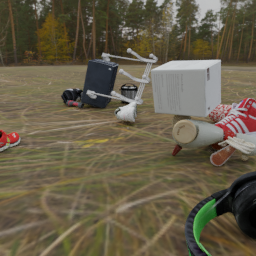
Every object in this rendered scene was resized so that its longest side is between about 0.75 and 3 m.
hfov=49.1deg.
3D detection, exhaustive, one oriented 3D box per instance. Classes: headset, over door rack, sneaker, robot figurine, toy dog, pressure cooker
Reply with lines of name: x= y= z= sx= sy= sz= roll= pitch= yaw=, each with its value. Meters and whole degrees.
headset: x=2.125 y=1.065 z=3.667 sx=2.873 sy=1.350 sz=1.774 roll=-16 pitch=20 yaw=-14
over door rack: x=-0.412 y=-2.223 z=11.931 sx=2.924 sy=2.160 sz=0.974 roll=12 pitch=-14 yaw=34
sneaker: x=-0.086 y=-0.658 z=10.799 sx=0.827 sy=0.648 sz=1.664 roll=1 pitch=12 yaw=7
robot figurine: x=-2.796 y=-1.590 z=14.119 sx=0.924 sy=0.767 sz=1.230 roll=10 pitch=15 yaw=24
sneaker: x=2.978 y=-0.225 z=8.100 sx=2.240 sy=1.260 sz=0.798 roll=-3 pitch=-5 yaw=-19
toy dog: x=1.995 y=0.442 z=7.038 sx=2.274 sy=1.095 sz=1.499 roll=25 pitch=21 yaw=26
pressure cooker: x=0.068 y=-1.802 z=14.458 sx=0.876 sy=0.997 sz=0.890 roll=-13 pitch=19 yaw=-38
sneaker: x=-3.481 y=0.291 z=7.892 sx=0.486 sy=0.536 sz=1.262 roll=3 pitch=16 yaw=11

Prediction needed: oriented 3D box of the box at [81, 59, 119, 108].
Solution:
box: x=-1.345 y=-2.245 z=13.767 sx=1.263 sy=2.037 sz=2.003 roll=13 pitch=16 yaw=-1

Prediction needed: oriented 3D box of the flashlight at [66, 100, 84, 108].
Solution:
flashlight: x=-2.536 y=-1.125 z=13.401 sx=0.925 sy=0.313 sz=0.314 roll=16 pitch=9 yaw=32

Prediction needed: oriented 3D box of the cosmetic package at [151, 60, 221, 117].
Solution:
cosmetic package: x=1.533 y=-1.065 z=7.265 sx=1.442 sy=1.189 sz=1.190 roll=8 pitch=27 yaw=34

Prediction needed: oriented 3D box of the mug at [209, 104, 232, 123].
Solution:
mug: x=3.625 y=-0.354 z=10.155 sx=0.836 sy=1.112 sz=1.253 roll=-40 pitch=20 yaw=-7
